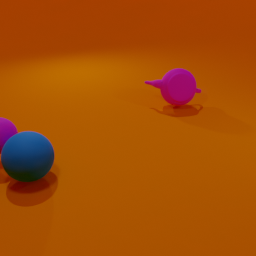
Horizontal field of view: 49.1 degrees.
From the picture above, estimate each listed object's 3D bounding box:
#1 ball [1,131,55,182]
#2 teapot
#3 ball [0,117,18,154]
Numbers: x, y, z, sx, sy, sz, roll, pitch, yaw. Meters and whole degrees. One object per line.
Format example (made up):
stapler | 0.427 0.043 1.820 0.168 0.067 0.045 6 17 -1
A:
ball | -2.158 0.617 6.072 1.094 1.094 1.094 0 29 0
teapot | 1.573 -1.388 9.467 1.985 1.234 0.972 8 8 -12
ball | -3.025 0.181 6.532 0.859 0.859 0.859 0 29 0
